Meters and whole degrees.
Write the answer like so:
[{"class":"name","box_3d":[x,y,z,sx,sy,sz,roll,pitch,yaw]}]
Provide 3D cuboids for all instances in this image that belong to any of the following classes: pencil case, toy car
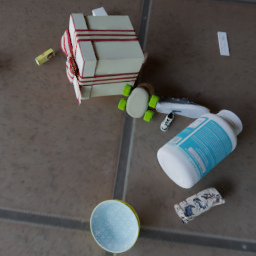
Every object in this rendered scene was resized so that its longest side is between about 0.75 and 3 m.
[{"class":"pencil case","box_3d":[2.390,2.556,9.314,1.598,0.622,0.715,-23,50,-11]},{"class":"toy car","box_3d":[0.607,-1.267,11.189,1.359,1.305,1.655,25,37,8]}]

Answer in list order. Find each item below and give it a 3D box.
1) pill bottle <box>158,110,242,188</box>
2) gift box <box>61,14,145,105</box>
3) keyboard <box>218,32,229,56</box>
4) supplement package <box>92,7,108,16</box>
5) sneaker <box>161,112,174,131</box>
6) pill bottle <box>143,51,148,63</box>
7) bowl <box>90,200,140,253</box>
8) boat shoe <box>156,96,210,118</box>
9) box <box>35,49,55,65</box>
[{"class":"pill bottle","box_3d":[2.591,0.595,9.737,2.955,1.637,1.637,-36,69,-16]},{"class":"gift box","box_3d":[-1.149,-2.523,10.877,2.612,2.797,2.581,-7,58,-21]},{"class":"keyboard","box_3d":[4.398,-3.889,12.884,0.392,0.074,1.392,2,64,1]},{"class":"supplement package","box_3d":[-1.245,-5.145,13.248,0.544,0.546,0.931,-21,65,-10]},{"class":"sneaker","box_3d":[1.524,-0.275,10.902,0.315,0.365,0.832,25,68,10]},{"class":"pill bottle","box_3d":[0.380,-3.222,12.319,0.871,0.482,0.482,22,65,12]},{"class":"bowl","box_3d":[-0.286,2.985,8.854,1.602,0.862,1.602,-1,88,21]},{"class":"boat shoe","box_3d":[2.168,-0.904,11.069,2.109,0.737,0.699,6,65,11]},{"class":"box","box_3d":[-3.659,-3.142,12.373,0.853,0.321,0.214,-40,70,-17]}]
